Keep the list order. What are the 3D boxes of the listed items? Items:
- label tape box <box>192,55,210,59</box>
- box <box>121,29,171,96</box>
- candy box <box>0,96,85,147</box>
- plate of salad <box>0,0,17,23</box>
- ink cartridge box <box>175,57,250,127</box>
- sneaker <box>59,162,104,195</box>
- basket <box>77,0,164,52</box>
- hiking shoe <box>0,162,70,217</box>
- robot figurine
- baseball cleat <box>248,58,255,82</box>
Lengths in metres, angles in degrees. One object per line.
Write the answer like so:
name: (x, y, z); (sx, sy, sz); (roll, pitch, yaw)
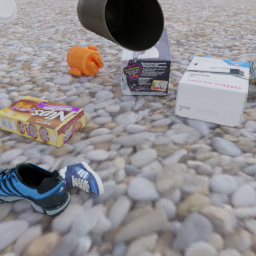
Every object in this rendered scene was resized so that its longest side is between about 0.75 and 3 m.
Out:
label tape box: (3.481, -3.273, 13.349); (0.849, 0.281, 0.608); (3, 31, 9)
box: (0.655, -2.611, 10.731); (1.771, 1.538, 2.681); (2, 41, 3)
candy box: (-2.521, -0.251, 8.204); (2.189, 0.618, 1.277); (13, 35, 23)
plate of salad: (-2.982, -2.858, 6.539); (0.187, 0.780, 0.780); (2, 27, 40)
ink cartridge box: (2.908, -1.359, 9.426); (2.027, 1.181, 2.804); (12, 34, 18)
sneaker: (-1.100, 1.191, 6.061); (0.812, 0.447, 1.108); (-19, 36, -27)
basket: (-0.331, -2.539, 6.277); (1.602, 1.208, 1.777); (13, 16, -43)
hiking shoe: (-2.253, 1.038, 5.790); (2.269, 0.984, 0.844); (8, 33, 13)
robot figurine: (-1.881, -2.906, 12.002); (1.847, 1.329, 1.077); (24, 21, 34)
baseball cleat: (5.011, -2.260, 10.574); (0.985, 1.504, 2.826); (-35, 28, 16)
